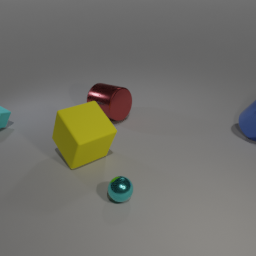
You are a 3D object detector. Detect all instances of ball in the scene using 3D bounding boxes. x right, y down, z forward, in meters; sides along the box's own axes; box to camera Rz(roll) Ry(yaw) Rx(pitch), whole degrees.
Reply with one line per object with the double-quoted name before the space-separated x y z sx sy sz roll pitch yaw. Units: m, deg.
"ball" -0.202 1.656 7.616 0.700 0.700 0.700 0 29 0

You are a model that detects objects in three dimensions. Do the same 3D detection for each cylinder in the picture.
"cylinder" 4.995 -0.402 10.121 1.400 1.400 1.400 5 63 -10
"cylinder" -0.779 -1.125 11.862 1.400 1.400 1.400 17 33 37

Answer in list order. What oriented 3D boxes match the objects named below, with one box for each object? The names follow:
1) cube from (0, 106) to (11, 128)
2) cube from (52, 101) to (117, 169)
"cube" -5.192 -0.449 11.012 0.700 0.700 0.700 27 12 6
"cube" -1.439 0.208 9.032 1.400 1.400 1.400 -20 61 -35
